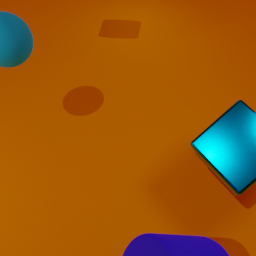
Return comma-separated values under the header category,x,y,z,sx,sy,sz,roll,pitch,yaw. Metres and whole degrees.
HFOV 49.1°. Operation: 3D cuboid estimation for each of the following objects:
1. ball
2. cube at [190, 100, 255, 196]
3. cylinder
category,x,y,z,sx,sy,sz,roll,pitch,yaw
ball,-2.668,-1.907,6.084,1.166,1.166,1.166,0,57,0
cube,2.134,0.440,5.437,1.235,1.235,1.235,-42,68,4
cylinder,0.596,1.851,3.377,1.055,1.055,1.055,19,49,-36
